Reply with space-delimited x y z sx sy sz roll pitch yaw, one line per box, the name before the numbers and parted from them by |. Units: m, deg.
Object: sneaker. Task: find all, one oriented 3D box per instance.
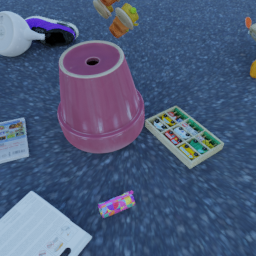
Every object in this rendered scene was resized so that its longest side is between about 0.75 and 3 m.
sneaker | -3.728 -4.229 12.532 2.753 0.957 1.369 7 46 7

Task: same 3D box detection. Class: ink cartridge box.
ink cartridge box | -2.020 2.507 6.117 1.951 0.557 1.586 30 52 19

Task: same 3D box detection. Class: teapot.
teapot | -4.820 -3.900 11.914 1.940 1.915 1.417 52 25 15

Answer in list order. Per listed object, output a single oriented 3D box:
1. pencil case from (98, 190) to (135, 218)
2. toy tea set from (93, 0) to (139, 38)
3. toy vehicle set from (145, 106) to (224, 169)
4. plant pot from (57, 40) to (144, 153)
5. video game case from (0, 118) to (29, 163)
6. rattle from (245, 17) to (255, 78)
pencil case | -0.269 1.841 6.804 0.907 0.401 0.401 -21 48 -19
toy tea set | -0.236 -3.728 8.591 0.992 1.594 2.681 -44 12 -2
toy vehicle set | 1.663 0.194 8.542 1.303 0.278 2.097 -26 50 -24
plant pot | -0.868 -1.034 8.134 2.689 2.407 2.689 -2 47 3
video game case | -3.659 0.371 8.457 1.166 0.147 1.628 -14 47 -13
rattle | 5.183 -3.344 11.655 1.762 1.933 2.707 19 29 -48
